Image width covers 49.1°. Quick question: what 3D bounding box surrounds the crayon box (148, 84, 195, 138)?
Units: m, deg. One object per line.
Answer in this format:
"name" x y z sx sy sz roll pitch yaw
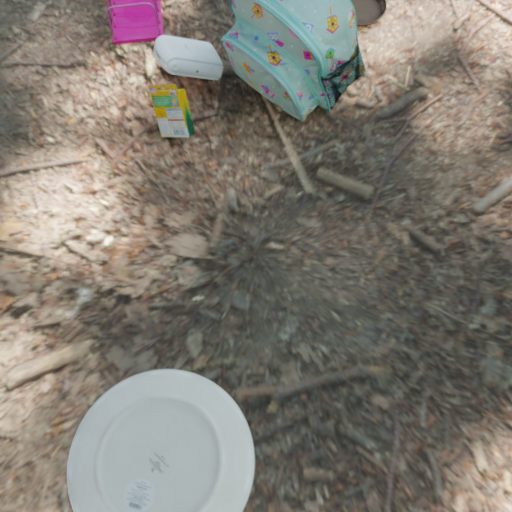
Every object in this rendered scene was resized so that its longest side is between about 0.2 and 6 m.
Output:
"crayon box" -1.717 -2.982 11.423 0.694 1.105 0.285 6 37 25

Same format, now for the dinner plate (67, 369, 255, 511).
"dinner plate" -1.551 3.310 9.031 3.051 0.370 3.051 0 66 1

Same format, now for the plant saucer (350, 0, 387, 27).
"plant saucer" 2.428 -5.931 13.361 1.330 0.229 1.330 0 65 -1

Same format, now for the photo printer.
"photo printer" -1.494 -4.252 11.978 1.343 0.466 1.117 -1 45 -26

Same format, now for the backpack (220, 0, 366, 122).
"backpack" 0.657 -4.339 11.058 2.644 3.007 2.305 42 83 17

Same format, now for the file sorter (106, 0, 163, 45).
"file sorter" -2.841 -5.920 12.901 1.157 1.044 1.665 -7 65 -3
